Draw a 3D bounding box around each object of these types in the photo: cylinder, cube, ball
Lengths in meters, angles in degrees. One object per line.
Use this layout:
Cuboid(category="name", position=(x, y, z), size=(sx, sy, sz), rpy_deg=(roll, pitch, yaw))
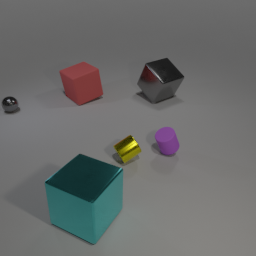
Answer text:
Cuboid(category="cylinder", position=(1.347, 0.439, 9.602), size=(0.700, 0.700, 0.700), rpy_deg=(-15, 41, 14))
Cuboid(category="cylinder", position=(-0.022, 0.693, 9.283), size=(0.700, 0.700, 0.700), rpy_deg=(-34, 39, -7))
Cuboid(category="cube", position=(-2.223, -2.164, 13.434), size=(1.400, 1.400, 1.400), rpy_deg=(-29, 40, -26))
Cuboid(category="cube", position=(1.524, -2.253, 13.319), size=(1.400, 1.400, 1.400), rpy_deg=(-22, 64, -31))
Cuboid(category="ball", position=(-5.230, -1.056, 12.421), size=(0.700, 0.700, 0.700), rpy_deg=(0, 31, 0))
Cuboid(category="cube", position=(-1.054, 1.731, 7.128), size=(1.400, 1.400, 1.400), rpy_deg=(16, 32, 24))
